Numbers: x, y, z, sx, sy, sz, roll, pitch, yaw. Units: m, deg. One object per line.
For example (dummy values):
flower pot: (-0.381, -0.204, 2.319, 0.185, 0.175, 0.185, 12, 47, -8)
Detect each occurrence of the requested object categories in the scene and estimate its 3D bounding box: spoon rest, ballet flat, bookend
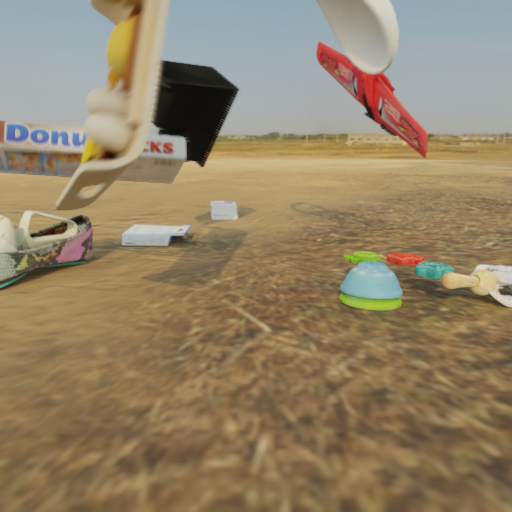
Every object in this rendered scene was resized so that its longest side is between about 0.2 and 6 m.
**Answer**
spoon rest: (0.983, -3.201, 6.615, 0.690, 2.276, 1.131, -30, 12, -10)
ballet flat: (-3.257, -0.155, 7.723, 0.897, 0.923, 2.594, 15, 18, 24)
bookend: (-1.301, -2.224, 8.994, 0.721, 1.565, 1.555, 45, 35, 24)

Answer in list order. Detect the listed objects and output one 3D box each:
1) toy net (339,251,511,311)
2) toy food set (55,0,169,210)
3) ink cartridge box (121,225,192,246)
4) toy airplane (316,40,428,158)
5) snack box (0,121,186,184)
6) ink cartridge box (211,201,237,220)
toy net: (2.290, 0.330, 6.751, 2.507, 0.484, 1.315, 4, 10, 10)
toy food set: (-1.305, -1.517, 4.636, 0.650, 2.151, 1.544, 12, -12, -25)
ink cartridge box: (-1.831, -0.387, 10.491, 1.151, 0.234, 1.148, 0, 12, 1)
toy airplane: (1.662, -2.763, 8.258, 0.523, 2.843, 2.843, -38, 13, 3)
snack box: (-2.190, -1.186, 6.499, 2.611, 0.317, 0.939, 1, -11, -19)
ink cartridge box: (-0.787, -1.110, 13.563, 0.619, 0.355, 0.852, -1, 12, -6)
